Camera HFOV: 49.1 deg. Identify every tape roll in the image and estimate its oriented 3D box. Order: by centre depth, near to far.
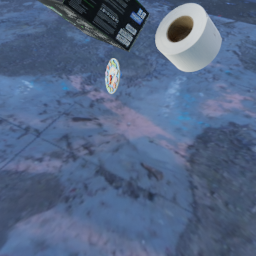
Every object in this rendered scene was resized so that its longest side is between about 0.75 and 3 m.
[{"bbox_3d":[1.740,-2.576,8.110,1.598,1.097,1.598,-15,63,33],"label":"tape roll"}]

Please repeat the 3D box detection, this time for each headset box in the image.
[{"bbox_3d":[-1.303,-3.875,8.707,2.982,2.596,1.383,36,99,46],"label":"headset box"}]

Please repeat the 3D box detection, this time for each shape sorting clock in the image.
[{"bbox_3d":[-0.378,-1.230,6.645,0.162,0.827,0.827,-3,42,-29],"label":"shape sorting clock"}]
